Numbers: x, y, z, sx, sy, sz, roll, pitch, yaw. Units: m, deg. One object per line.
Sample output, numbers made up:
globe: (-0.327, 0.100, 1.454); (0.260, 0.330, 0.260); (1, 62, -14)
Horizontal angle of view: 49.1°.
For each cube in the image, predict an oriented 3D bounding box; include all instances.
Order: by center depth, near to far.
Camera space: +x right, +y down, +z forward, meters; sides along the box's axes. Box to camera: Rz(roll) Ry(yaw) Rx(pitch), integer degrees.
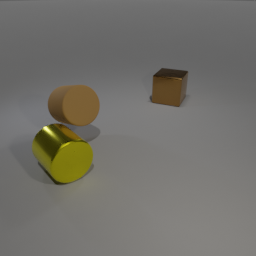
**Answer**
cube: (2.068, -2.029, 13.766); (1.400, 1.400, 1.400); (11, 30, 20)

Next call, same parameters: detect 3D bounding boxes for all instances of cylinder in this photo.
cylinder: (-2.011, 0.739, 8.578); (1.400, 1.400, 1.400); (-21, 34, -33)
cylinder: (-1.939, -0.813, 9.941); (1.400, 1.400, 1.400); (-20, 17, -33)
